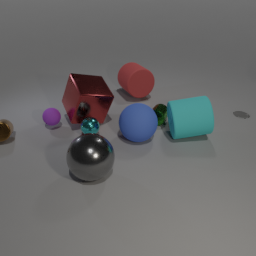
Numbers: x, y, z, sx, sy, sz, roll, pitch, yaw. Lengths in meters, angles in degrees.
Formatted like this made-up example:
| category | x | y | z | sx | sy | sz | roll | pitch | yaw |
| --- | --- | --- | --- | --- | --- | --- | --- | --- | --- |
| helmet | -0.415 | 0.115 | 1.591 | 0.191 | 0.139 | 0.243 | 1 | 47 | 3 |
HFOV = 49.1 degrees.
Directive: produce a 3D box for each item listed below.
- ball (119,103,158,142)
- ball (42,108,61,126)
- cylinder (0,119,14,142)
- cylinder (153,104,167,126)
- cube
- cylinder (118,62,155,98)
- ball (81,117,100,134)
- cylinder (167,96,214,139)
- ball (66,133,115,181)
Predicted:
| category | x | y | z | sx | sy | sz | roll | pitch | yaw |
| --- | --- | --- | --- | --- | --- | --- | --- | --- | --- |
| ball | 0.364 | -0.194 | 10.078 | 1.400 | 1.400 | 1.400 | 0 | 29 | 0 |
| ball | -2.971 | -0.441 | 10.903 | 0.700 | 0.700 | 0.700 | 0 | 29 | 0 |
| cylinder | -4.563 | 0.073 | 10.138 | 0.700 | 0.700 | 0.700 | -7 | 13 | -12 |
| cylinder | 1.251 | -0.546 | 11.420 | 0.700 | 0.700 | 0.700 | 12 | 31 | 21 |
| cube | -1.602 | -1.129 | 10.963 | 1.400 | 1.400 | 1.400 | -1 | 44 | -34 |
| cylinder | 0.368 | -2.325 | 13.498 | 1.400 | 1.400 | 1.400 | -11 | 28 | -18 |
| ball | -1.394 | -0.059 | 10.310 | 0.700 | 0.700 | 0.700 | 0 | 29 | 0 |
| cylinder | 2.236 | -0.383 | 10.203 | 1.400 | 1.400 | 1.400 | -9 | 29 | 1 |
| ball | -1.089 | 0.846 | 8.186 | 1.400 | 1.400 | 1.400 | 0 | 29 | 0 |
